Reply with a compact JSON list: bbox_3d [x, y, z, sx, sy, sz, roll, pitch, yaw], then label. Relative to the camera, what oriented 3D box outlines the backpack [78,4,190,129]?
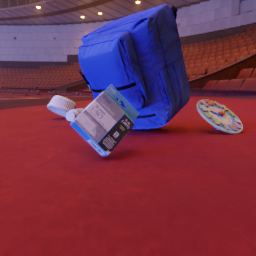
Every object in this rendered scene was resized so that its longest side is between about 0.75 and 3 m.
[{"bbox_3d":[0.150,-1.346,7.599,2.385,2.935,2.463,4,36,42],"label":"backpack"}]

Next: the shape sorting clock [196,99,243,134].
[{"bbox_3d":[2.540,-0.351,7.733,1.405,0.276,1.405,16,33,-11],"label":"shape sorting clock"}]

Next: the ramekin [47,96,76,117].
[{"bbox_3d":[-2.557,-0.847,11.044,1.136,0.529,1.136,18,-15,5],"label":"ramekin"}]

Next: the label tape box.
[{"bbox_3d":[-0.318,-0.186,4.822,1.102,0.795,0.349,-49,11,-22],"label":"label tape box"}]

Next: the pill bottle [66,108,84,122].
[{"bbox_3d":[-1.848,-0.454,10.015,0.466,0.466,0.857,3,8,19],"label":"pill bottle"}]
